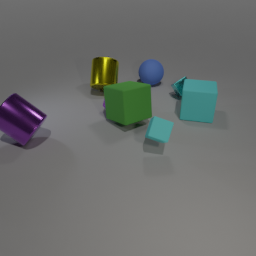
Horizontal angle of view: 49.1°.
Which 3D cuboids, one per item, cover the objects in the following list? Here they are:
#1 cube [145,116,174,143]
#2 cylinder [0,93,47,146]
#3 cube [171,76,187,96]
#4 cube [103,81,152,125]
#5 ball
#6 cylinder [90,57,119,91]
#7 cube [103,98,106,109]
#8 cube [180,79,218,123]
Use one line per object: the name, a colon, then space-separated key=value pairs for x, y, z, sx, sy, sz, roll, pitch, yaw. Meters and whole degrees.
cube: x=1.049 y=0.070 z=9.480 sx=0.700 sy=0.700 sz=0.700 roll=19 pitch=-6 yaw=-3
cylinder: x=-3.905 y=-0.305 z=10.118 sx=1.400 sy=1.400 sz=1.400 roll=37 pitch=29 yaw=-12
cube: x=2.664 y=-2.052 z=13.898 sx=0.700 sy=0.700 sz=0.700 roll=-34 pitch=6 yaw=-2
cube: x=-0.004 y=-1.065 z=11.467 sx=1.400 sy=1.400 sz=1.400 roll=-18 pitch=24 yaw=-33
ball: x=1.276 y=-3.075 z=15.441 sx=1.400 sy=1.400 sz=1.400 roll=0 pitch=30 yaw=0
cylinder: x=-1.198 y=-2.740 z=14.320 sx=1.400 sy=1.400 sz=1.400 roll=4 pitch=-5 yaw=0
cube: x=-0.608 y=-1.129 z=12.547 sx=0.700 sy=0.700 sz=0.700 roll=-19 pitch=53 yaw=-37
cube: x=3.060 y=-1.202 z=12.194 sx=1.400 sy=1.400 sz=1.400 roll=7 pitch=30 yaw=12
